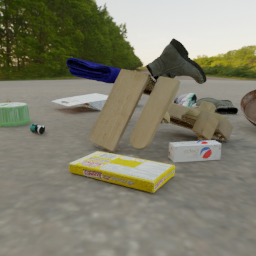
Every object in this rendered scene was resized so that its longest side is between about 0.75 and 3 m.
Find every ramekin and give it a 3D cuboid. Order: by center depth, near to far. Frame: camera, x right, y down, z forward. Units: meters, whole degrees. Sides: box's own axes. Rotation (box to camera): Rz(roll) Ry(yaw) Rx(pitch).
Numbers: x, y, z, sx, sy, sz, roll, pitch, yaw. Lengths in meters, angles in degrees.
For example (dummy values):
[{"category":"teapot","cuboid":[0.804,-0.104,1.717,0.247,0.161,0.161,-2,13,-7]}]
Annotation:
[{"category":"ramekin","cuboid":[-4.874,-0.587,11.572,1.596,0.780,1.596,0,12,0]}]

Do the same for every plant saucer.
[{"category":"plant saucer","cuboid":[5.504,-0.618,10.414,2.579,0.444,2.579,-5,41,4]}]

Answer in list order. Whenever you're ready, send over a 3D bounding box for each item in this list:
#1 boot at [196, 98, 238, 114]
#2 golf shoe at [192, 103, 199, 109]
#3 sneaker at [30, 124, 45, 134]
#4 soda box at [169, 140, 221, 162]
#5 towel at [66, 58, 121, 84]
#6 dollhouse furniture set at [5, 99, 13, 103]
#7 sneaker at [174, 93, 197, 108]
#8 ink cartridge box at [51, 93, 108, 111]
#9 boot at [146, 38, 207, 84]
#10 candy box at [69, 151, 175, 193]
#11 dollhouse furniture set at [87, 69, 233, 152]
[{"category":"boot","cuboid":[4.482,-1.091,14.308,2.005,0.679,1.310,0,18,9]},{"category":"golf shoe","cuboid":[3.387,-1.066,14.453,1.069,0.492,0.388,6,14,30]},{"category":"sneaker","cuboid":[-3.213,0.029,9.828,0.467,0.323,0.773,4,4,-6]},{"category":"soda box","cuboid":[1.694,0.583,7.103,1.268,0.432,0.404,-2,13,-11]},{"category":"towel","cuboid":[-0.718,-2.039,11.006,2.159,0.724,2.924,20,13,29]},{"category":"dollhouse furniture set","cuboid":[-5.953,-0.902,14.458,0.906,0.738,0.862,34,-8,-33]},{"category":"sneaker","cuboid":[2.305,-0.952,12.523,1.074,0.597,1.536,8,49,44]},{"category":"ink cartridge box","cuboid":[-2.359,-1.288,15.385,2.938,0.737,2.383,-17,21,-33]},{"category":"boot","cuboid":[1.395,-1.613,8.208,1.883,1.230,0.638,37,12,-37]},{"category":"candy box","cuboid":[-0.147,0.888,6.076,2.085,0.275,1.065,7,17,31]},{"category":"dollhouse furniture set","cuboid":[1.082,0.164,8.554,2.794,2.394,2.938,20,-9,40]}]
